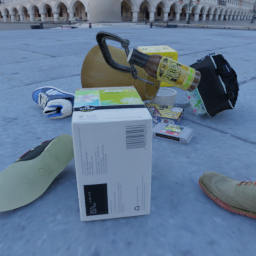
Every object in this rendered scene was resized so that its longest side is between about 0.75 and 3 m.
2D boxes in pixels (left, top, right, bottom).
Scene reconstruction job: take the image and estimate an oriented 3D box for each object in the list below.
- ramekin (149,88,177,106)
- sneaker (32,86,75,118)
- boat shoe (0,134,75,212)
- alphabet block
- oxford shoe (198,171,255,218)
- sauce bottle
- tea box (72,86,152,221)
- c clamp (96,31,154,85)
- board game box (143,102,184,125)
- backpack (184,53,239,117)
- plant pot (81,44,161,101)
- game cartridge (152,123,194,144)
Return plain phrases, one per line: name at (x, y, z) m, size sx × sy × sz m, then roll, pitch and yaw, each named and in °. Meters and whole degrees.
ramekin at (1.580, -1.372, 13.062) m, size 1.320 × 0.693 × 1.320 m, roll 1°, pitch 25°, yaw 0°
sneaker at (-3.429, -1.091, 12.092) m, size 2.435 × 0.981 × 1.783 m, roll 12°, pitch 23°, yaw 12°
boat shoe at (-2.531, 1.176, 7.454) m, size 0.898 × 1.049 × 2.867 m, roll -23°, pitch 15°, yaw 44°
alphabet block at (1.626, -3.606, 16.299) m, size 2.004 × 2.014 × 2.052 m, roll -5°, pitch 26°, yaw -8°
oxford shoe at (2.947, 1.495, 6.498) m, size 2.780 × 1.040 × 0.979 m, roll 22°, pitch 33°, yaw 38°
sauce bottle at (1.208, -1.988, 9.516) m, size 2.522 × 0.816 × 0.816 m, roll 18°, pitch 22°, yaw -12°
tea box at (-0.452, 0.474, 6.960) m, size 1.662 × 2.488 × 2.448 m, roll -4°, pitch 25°, yaw -8°
c clamp at (-0.150, -2.561, 10.115) m, size 1.976 × 2.313 × 0.313 m, roll 20°, pitch 69°, yaw 29°
board game box at (1.266, -0.615, 11.852) m, size 1.963 × 0.340 × 1.330 m, roll 10°, pitch 27°, yaw 20°
backpack at (3.622, -1.876, 11.991) m, size 2.102 × 2.479 × 2.792 m, roll -20°, pitch 9°, yaw 38°
plant pot at (-0.132, -2.212, 12.465) m, size 2.919 × 2.720 × 2.720 m, roll 18°, pitch 30°, yaw 32°
game cartridge at (1.618, 0.163, 10.294) m, size 1.468 × 0.300 × 0.977 m, roll 12°, pitch 24°, yaw 24°
